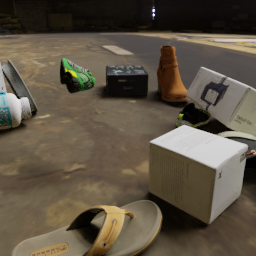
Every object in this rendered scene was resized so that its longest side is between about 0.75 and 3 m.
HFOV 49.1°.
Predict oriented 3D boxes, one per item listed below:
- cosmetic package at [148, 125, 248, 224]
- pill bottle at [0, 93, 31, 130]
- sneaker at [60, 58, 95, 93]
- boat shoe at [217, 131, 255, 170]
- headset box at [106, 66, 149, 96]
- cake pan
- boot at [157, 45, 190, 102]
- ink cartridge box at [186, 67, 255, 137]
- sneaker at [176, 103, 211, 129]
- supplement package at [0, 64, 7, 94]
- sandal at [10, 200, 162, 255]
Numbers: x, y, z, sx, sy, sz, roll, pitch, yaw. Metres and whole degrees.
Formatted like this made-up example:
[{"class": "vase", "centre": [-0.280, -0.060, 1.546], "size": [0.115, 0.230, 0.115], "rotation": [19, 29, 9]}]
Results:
[{"class": "cosmetic package", "centre": [1.440, 0.887, 5.976], "size": [1.303, 1.304, 1.581], "rotation": [-22, 31, -39]}, {"class": "pill bottle", "centre": [-4.420, -0.520, 9.391], "size": [2.127, 1.178, 1.178], "rotation": [-12, 26, -25]}, {"class": "sneaker", "centre": [-1.403, -1.387, 7.542], "size": [0.711, 0.651, 1.669], "rotation": [-6, 35, -29]}, {"class": "boat shoe", "centre": [3.453, 0.693, 7.060], "size": [2.860, 1.046, 0.896], "rotation": [3, 57, -17]}, {"class": "headset box", "centre": [-0.097, -2.372, 13.862], "size": [1.957, 1.043, 2.248], "rotation": [-2, 24, -6]}, {"class": "cake pan", "centre": [-4.171, -1.517, 10.692], "size": [0.406, 2.216, 2.216], "rotation": [-31, 34, -19]}, {"class": "boot", "centre": [2.056, -2.485, 12.593], "size": [1.113, 2.253, 2.903], "rotation": [-3, 24, -8]}, {"class": "ink cartridge box", "centre": [3.475, -0.734, 8.903], "size": [2.120, 1.235, 2.928], "rotation": [21, 17, -19]}, {"class": "sneaker", "centre": [2.349, -0.486, 9.752], "size": [0.727, 0.839, 2.027], "rotation": [16, 28, 33]}, {"class": "supplement package", "centre": [-5.305, -1.525, 10.322], "size": [1.353, 1.303, 2.378], "rotation": [-12, -4, -27]}, {"class": "sandal", "centre": [-0.597, 1.744, 4.713], "size": [2.725, 0.736, 1.094], "rotation": [-10, 25, -22]}]
